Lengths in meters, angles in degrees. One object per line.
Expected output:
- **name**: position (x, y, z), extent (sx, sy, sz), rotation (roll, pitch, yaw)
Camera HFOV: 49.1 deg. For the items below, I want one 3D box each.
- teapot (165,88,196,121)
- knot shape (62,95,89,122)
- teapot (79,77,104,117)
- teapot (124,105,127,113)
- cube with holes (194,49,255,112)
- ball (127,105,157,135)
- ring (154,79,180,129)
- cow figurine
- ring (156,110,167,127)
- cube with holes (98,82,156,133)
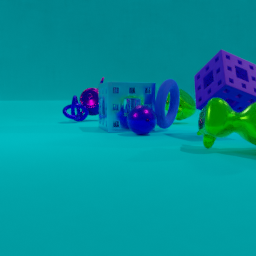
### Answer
- **teapot**: position (1.813, -0.772, 10.277), extent (1.267, 0.998, 2.038), rotation (36, 32, -6)
- **knot shape**: position (-1.948, -0.649, 10.727), extent (0.485, 1.049, 0.981), rotation (-9, -39, 39)
- **teapot**: position (-1.429, -1.183, 11.402), extent (1.185, 1.906, 0.933), rotation (28, -11, 13)
- **teapot**: position (0.336, -0.820, 12.502), extent (1.604, 0.997, 0.785), rotation (-16, -31, 17)
- **cube with holes**: position (2.293, -0.966, 6.553), extent (1.019, 1.019, 1.019), rotation (17, -33, -18)
- **ball**: position (0.349, -0.199, 7.085), extent (0.760, 0.760, 0.760), rotation (0, 6, 0)
- **ring**: position (1.112, -0.671, 7.866), extent (0.281, 1.406, 1.406), rotation (11, 11, 27)
- **cow figurine**: position (2.182, -0.042, 4.913), extent (1.743, 0.957, 1.715), rotation (16, -13, -25)
- **ring**: position (0.953, -0.389, 9.174), extent (1.096, 0.219, 1.096), rotation (14, 32, -9)
- **cube with holes**: position (-0.075, -0.633, 8.256), extent (1.357, 1.357, 1.357), rotation (-2, 6, -16)
